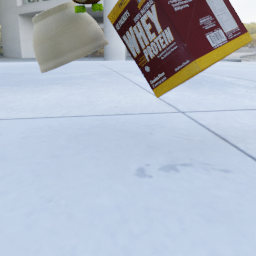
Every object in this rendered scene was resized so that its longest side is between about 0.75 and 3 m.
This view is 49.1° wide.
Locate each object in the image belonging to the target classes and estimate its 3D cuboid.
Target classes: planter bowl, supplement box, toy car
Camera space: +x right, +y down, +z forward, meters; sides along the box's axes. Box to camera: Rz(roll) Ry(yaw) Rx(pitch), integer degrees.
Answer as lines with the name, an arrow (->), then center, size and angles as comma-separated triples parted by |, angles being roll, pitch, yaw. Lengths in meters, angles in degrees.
planter bowl -> -1.898, -2.812, 8.431 | 2.275, 1.531, 2.275 | -20, 19, 7
supplement box -> 1.487, -2.864, 8.020 | 2.757, 2.795, 1.856 | -32, 1, -33
toy car -> -1.088, -3.488, 7.091 | 0.911, 0.948, 1.154 | -6, 17, -1
